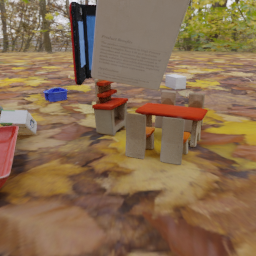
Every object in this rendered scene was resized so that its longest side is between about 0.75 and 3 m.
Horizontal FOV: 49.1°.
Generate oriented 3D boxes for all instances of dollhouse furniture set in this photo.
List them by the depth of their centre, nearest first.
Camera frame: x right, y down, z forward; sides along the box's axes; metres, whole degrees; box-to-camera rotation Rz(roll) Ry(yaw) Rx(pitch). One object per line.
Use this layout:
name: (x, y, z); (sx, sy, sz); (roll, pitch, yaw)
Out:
dollhouse furniture set: (0.549, -0.480, 7.194); (2.829, 1.473, 2.859); (8, 20, 22)

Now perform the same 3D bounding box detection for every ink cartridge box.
ink cartridge box: (-2.788, -0.126, 7.192); (0.638, 0.384, 0.878); (0, -21, 0)

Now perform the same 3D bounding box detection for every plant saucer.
plant saucer: (-3.553, 0.682, 5.286); (2.731, 0.501, 2.725); (-5, 19, -17)

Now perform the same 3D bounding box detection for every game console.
game console: (-1.017, -2.871, 9.506); (1.492, 2.513, 2.166); (-1, 20, -1)

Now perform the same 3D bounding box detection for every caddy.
caddy: (-2.968, -1.421, 11.526); (0.997, 0.524, 0.705); (-16, 24, -40)

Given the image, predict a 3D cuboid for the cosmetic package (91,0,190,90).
cosmetic package: (0.192, -1.916, 4.450); (1.346, 2.647, 0.980); (10, 50, -5)

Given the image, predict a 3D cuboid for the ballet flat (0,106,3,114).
ballet flat: (-4.825, -0.647, 9.605); (1.181, 0.398, 0.376); (6, -8, 15)

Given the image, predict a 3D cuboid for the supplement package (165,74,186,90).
supplement package: (2.386, -2.325, 14.083); (0.612, 0.604, 1.009); (-8, 20, -22)
